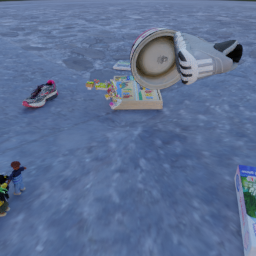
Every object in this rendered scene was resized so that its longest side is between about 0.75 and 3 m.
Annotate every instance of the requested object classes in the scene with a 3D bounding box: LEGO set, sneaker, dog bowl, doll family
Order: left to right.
[{"bbox_3d":[-2.402,1.170,5.371,0.518,0.764,1.321,3,29,5],"label":"doll family"},{"bbox_3d":[-3.062,-1.171,9.654,0.636,0.589,1.578,11,32,19],"label":"sneaker"},{"bbox_3d":[-0.738,-1.305,8.977,0.696,0.563,1.513,-41,63,-16],"label":"LEGO set"},{"bbox_3d":[0.877,-2.067,8.170,1.840,1.840,0.678,-8,39,-13],"label":"dog bowl"},{"bbox_3d":[1.624,-1.506,5.735,1.255,0.815,2.174,-7,32,8],"label":"sneaker"}]

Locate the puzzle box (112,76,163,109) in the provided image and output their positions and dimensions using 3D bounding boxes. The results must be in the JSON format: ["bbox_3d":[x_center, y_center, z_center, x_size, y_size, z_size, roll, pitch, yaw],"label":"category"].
[{"bbox_3d":[0.293,-1.357,10.242,1.690,0.323,2.540,0,29,-2],"label":"puzzle box"}]

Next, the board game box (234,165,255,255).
[{"bbox_3d":[3.118,1.577,4.979,2.131,0.439,2.126,7,30,11],"label":"board game box"}]

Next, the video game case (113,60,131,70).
[{"bbox_3d":[0.021,-2.971,13.259,1.212,0.141,1.101,7,30,12],"label":"video game case"}]
